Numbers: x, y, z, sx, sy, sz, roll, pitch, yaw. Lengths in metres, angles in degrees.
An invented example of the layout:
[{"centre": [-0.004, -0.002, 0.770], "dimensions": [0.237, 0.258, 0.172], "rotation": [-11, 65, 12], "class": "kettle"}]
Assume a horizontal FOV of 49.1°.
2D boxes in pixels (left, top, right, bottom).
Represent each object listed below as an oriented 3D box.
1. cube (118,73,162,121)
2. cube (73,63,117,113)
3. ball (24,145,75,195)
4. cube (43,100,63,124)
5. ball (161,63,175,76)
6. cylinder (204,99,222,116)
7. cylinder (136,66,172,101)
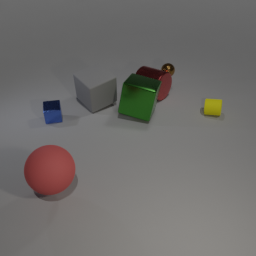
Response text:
[{"centre": [0.518, -1.343, 11.988], "dimensions": [1.400, 1.400, 1.400], "rotation": [17, 31, 8], "class": "cube"}, {"centre": [-1.461, -1.821, 12.683], "dimensions": [1.400, 1.400, 1.400], "rotation": [-29, 53, -26], "class": "cube"}, {"centre": [-2.195, 1.175, 7.910], "dimensions": [1.400, 1.400, 1.400], "rotation": [0, 33, 0], "class": "ball"}, {"centre": [-3.187, -0.682, 11.857], "dimensions": [0.700, 0.700, 0.700], "rotation": [-7, 46, -11], "class": "cube"}, {"centre": [2.000, -2.894, 14.030], "dimensions": [0.700, 0.700, 0.700], "rotation": [0, 33, 0], "class": "ball"}, {"centre": [3.733, -0.918, 12.284], "dimensions": [0.700, 0.700, 0.700], "rotation": [6, 33, 20], "class": "cylinder"}, {"centre": [1.198, -2.196, 13.668], "dimensions": [1.400, 1.400, 1.400], "rotation": [23, 39, 32], "class": "cylinder"}]
